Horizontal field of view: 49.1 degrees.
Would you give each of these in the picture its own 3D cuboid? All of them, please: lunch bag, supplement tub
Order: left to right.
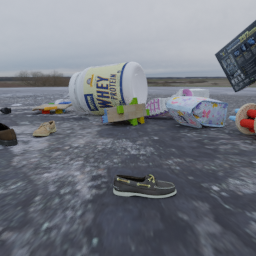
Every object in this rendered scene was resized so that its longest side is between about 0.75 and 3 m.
[{"bbox_3d":[-0.783,-1.555,11.411,2.759,2.000,2.000,-2,9,24],"label":"supplement tub"},{"bbox_3d":[2.173,-0.535,9.108,1.575,1.001,1.336,5,8,-32],"label":"lunch bag"}]

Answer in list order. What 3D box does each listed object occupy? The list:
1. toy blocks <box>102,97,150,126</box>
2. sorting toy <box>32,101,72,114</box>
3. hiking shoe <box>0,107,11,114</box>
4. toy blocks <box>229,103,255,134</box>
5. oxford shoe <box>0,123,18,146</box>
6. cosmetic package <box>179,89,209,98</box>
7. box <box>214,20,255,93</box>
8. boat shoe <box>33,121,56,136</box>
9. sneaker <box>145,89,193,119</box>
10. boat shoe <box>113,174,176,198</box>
[{"bbox_3d":[-0.252,-0.506,9.721,1.259,0.921,1.842,-7,4,34],"label":"toy blocks"},{"bbox_3d":[-3.319,-0.859,12.584,1.586,0.384,2.817,-4,10,1],"label":"sorting toy"},{"bbox_3d":[-5.399,-0.736,12.224,0.412,0.310,0.818,-9,2,-3],"label":"hiking shoe"},{"bbox_3d":[4.042,-0.187,7.378,2.055,0.895,2.466,-2,11,-10],"label":"toy blocks"},{"bbox_3d":[-3.169,0.104,6.869,1.237,0.522,0.449,4,13,28],"label":"oxford shoe"},{"bbox_3d":[3.288,-1.440,13.986,1.178,0.980,0.986,-4,11,-17],"label":"cosmetic package"},{"bbox_3d":[2.680,-1.562,6.167,0.350,1.081,1.371,-21,-10,-29],"label":"box"},{"bbox_3d":[-2.340,0.012,7.820,0.378,0.342,1.060,1,10,8],"label":"boat shoe"},{"bbox_3d":[1.613,-0.722,10.842,2.115,0.935,0.851,-15,46,25],"label":"sneaker"},{"bbox_3d":[0.231,0.779,3.847,0.870,0.262,0.310,0,10,2],"label":"boat shoe"}]
